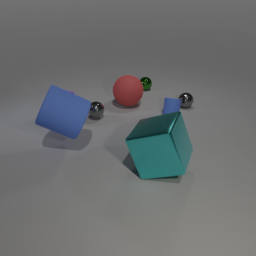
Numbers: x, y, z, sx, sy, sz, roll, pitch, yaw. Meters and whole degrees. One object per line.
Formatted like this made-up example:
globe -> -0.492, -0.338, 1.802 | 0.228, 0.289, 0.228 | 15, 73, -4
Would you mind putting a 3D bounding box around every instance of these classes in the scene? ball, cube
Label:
ball -> 0.003, -1.713, 12.790 | 1.400, 1.400, 1.400 | 0, 29, 0
cube -> 0.980, 0.510, 8.365 | 1.400, 1.400, 1.400 | -12, 21, 28
ball -> 0.916, -2.341, 14.760 | 0.700, 0.700, 0.700 | 0, 29, 0
ball -> -1.342, -0.769, 11.750 | 0.700, 0.700, 0.700 | 0, 29, 0
ball -> 2.643, -1.272, 12.808 | 0.700, 0.700, 0.700 | 0, 29, 0

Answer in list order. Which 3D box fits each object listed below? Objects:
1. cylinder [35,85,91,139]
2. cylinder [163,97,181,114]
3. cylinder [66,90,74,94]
cylinder -> -2.133, -0.514, 9.258 | 1.400, 1.400, 1.400 | 23, 25, -15
cylinder -> 1.866, -0.909, 11.908 | 0.700, 0.700, 0.700 | 7, 6, -1
cylinder -> -2.633, -1.201, 11.469 | 0.700, 0.700, 0.700 | 13, 31, 19
